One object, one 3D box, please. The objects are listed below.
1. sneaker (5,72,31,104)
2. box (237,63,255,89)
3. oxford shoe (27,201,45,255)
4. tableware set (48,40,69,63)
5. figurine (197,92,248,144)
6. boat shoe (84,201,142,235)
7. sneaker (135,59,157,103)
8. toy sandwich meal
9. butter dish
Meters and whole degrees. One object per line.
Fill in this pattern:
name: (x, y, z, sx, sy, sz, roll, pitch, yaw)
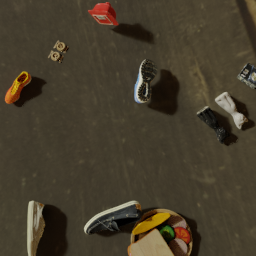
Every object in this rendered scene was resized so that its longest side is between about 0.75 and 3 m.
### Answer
sneaker: (-4.449, -1.637, 11.137, 0.534, 0.565, 1.464, 29, 82, 4)
box: (4.960, -2.113, 11.323, 0.819, 0.353, 0.671, 37, 82, 6)
oxford shoe: (-3.310, 3.698, 10.086, 0.606, 0.789, 2.099, 4, 78, -23)
tableware set: (-2.901, -3.197, 11.617, 0.570, 0.173, 0.862, 25, 80, 5)
figurine: (3.753, -0.409, 10.927, 1.570, 0.676, 1.532, -37, 90, -7)
boat shoe: (-0.519, 3.328, 9.948, 2.213, 0.826, 0.689, -23, 50, 2)
sneaker: (0.589, -1.835, 10.991, 0.732, 0.831, 1.864, 21, 75, -17)
toy sandwich meal: (1.141, 4.078, 9.913, 2.463, 0.843, 2.463, 0, 79, 0)
butter dish: (-0.889, -4.630, 11.144, 1.004, 1.001, 0.742, 15, 85, 27)
